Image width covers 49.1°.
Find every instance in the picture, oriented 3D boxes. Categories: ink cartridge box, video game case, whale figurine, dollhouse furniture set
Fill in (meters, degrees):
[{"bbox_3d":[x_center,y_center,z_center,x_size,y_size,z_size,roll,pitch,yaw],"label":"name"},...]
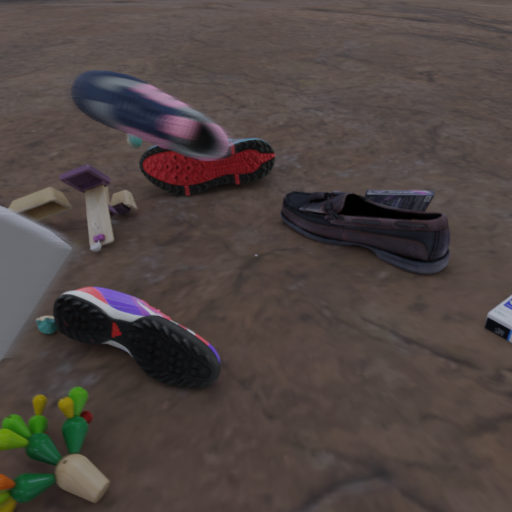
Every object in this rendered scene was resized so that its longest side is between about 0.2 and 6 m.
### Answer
[{"bbox_3d":[4.378,0.853,8.663,1.713,0.336,0.852,-25,40,-32],"label":"ink cartridge box"},{"bbox_3d":[2.756,-1.028,11.130,1.303,0.931,0.124,2,66,0],"label":"video game case"},{"bbox_3d":[-3.087,1.023,8.333,0.375,0.472,0.245,12,69,-25],"label":"whale figurine"},{"bbox_3d":[-2.505,-2.466,11.595,0.370,0.241,0.465,22,51,-44],"label":"whale figurine"},{"bbox_3d":[-3.596,-0.495,10.962,2.117,1.677,1.502,-17,72,14],"label":"dollhouse furniture set"}]

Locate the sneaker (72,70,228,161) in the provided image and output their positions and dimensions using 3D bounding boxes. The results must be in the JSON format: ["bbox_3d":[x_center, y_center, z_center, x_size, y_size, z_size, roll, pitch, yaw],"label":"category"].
[{"bbox_3d":[-1.661,-2.372,9.505,2.760,0.968,1.132,15,9,-34],"label":"sneaker"}]

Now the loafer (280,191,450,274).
[{"bbox_3d":[1.978,-0.771,10.452,3.444,1.085,1.238,23,44,31],"label":"loafer"}]

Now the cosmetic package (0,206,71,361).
[{"bbox_3d":[-2.154,0.266,4.410,0.589,0.698,1.306,23,80,42],"label":"cosmetic package"}]

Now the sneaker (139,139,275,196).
[{"bbox_3d":[-1.156,-2.087,12.849,3.010,1.194,1.438,-4,15,-13],"label":"sneaker"}]

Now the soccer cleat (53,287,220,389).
[{"bbox_3d":[-1.573,1.032,7.946,2.686,0.916,0.983,17,21,21],"label":"soccer cleat"}]

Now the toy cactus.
[{"bbox_3d":[-2.291,2.284,6.200,1.389,0.860,1.683,30,37,10],"label":"toy cactus"}]
